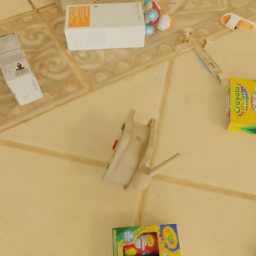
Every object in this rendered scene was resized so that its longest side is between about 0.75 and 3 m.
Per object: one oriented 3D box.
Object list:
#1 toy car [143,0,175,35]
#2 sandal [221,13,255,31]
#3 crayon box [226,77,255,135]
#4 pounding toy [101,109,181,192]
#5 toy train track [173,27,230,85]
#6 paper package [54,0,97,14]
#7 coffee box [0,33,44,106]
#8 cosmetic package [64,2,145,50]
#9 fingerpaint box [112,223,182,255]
[{"bbox_3d":[1.162,-4.009,10.233,1.199,1.060,1.105,4,47,-12],"label":"toy car"},{"bbox_3d":[4.070,-3.854,10.369,1.288,0.493,0.369,22,58,11],"label":"sandal"},{"bbox_3d":[3.752,-0.652,8.367,1.491,0.504,1.728,9,59,6],"label":"crayon box"},{"bbox_3d":[0.305,0.786,6.836,1.464,1.459,2.552,24,33,-6],"label":"pounding toy"},{"bbox_3d":[2.632,-2.646,9.652,1.590,0.451,2.773,-19,61,-11],"label":"toy train track"},{"bbox_3d":[-2.288,-5.589,11.227,1.599,0.868,1.678,-24,60,-14],"label":"paper package"},{"bbox_3d":[-3.459,-1.851,8.751,0.797,1.143,2.000,-24,60,-13],"label":"coffee box"},{"bbox_3d":[-0.811,-3.608,9.942,2.692,0.959,1.365,-4,58,-3],"label":"cosmetic package"},{"bbox_3d":[0.429,3.047,5.988,1.478,0.650,1.771,-3,58,-2],"label":"fingerpaint box"}]
